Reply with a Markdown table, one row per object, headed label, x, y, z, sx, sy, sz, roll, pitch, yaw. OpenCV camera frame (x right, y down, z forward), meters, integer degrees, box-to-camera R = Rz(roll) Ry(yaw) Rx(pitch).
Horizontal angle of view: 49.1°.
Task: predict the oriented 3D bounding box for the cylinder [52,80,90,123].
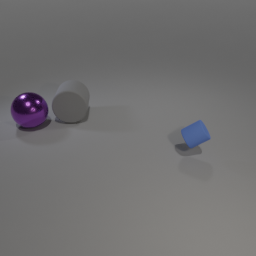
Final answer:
| label | x | y | z | sx | sy | sz | roll | pitch | yaw |
| --- | --- | --- | --- | --- | --- | --- | --- | --- | --- |
| cylinder | -2.338 | -1.123 | 11.626 | 1.400 | 1.400 | 1.400 | -2 | 27 | -3 |

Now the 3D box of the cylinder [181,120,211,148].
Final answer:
| label | x | y | z | sx | sy | sz | roll | pitch | yaw |
| --- | --- | --- | --- | --- | --- | --- | --- | --- | --- |
| cylinder | 2.180 | 0.198 | 9.012 | 0.700 | 0.700 | 0.700 | -30 | 22 | 21 |

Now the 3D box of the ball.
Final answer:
| label | x | y | z | sx | sy | sz | roll | pitch | yaw |
| --- | --- | --- | --- | --- | --- | --- | --- | --- | --- |
| ball | -3.815 | -0.692 | 10.892 | 1.400 | 1.400 | 1.400 | 0 | 29 | 0 |
